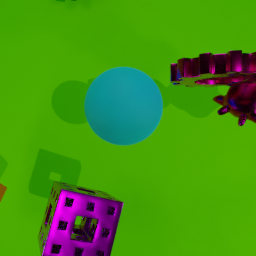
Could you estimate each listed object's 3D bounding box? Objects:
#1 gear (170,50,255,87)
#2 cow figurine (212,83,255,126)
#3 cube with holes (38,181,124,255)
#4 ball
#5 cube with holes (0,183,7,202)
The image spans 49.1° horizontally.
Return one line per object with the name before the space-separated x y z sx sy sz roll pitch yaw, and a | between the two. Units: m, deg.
gear | 1.167 -0.710 3.547 1.237 1.237 0.229 -1 91 0
cow figurine | 2.267 -0.479 4.847 1.710 1.738 0.954 -46 55 -12
cube with holes | -0.784 1.471 4.440 0.967 0.967 0.967 17 81 -19
ball | -0.062 -0.309 4.040 1.118 1.118 1.118 0 81 0
cube with holes | -3.084 1.214 4.494 1.262 1.262 1.262 6 59 19
